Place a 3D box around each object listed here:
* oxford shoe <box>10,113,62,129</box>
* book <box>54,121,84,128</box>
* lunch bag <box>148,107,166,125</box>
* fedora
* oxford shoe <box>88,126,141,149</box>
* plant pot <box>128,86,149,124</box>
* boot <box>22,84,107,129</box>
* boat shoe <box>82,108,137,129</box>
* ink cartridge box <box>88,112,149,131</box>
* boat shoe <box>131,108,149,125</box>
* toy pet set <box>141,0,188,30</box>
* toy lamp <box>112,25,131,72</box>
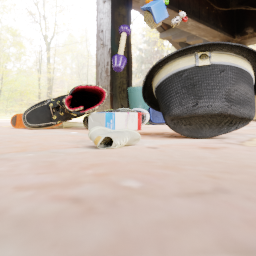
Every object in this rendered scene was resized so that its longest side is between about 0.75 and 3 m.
[{"bbox_3d":[-3.507,-0.336,11.129,2.137,0.762,0.779,0,-2,10],"label":"oxford shoe"},{"bbox_3d":[-2.581,-0.142,12.010,0.804,0.289,1.203,-1,1,37],"label":"book"},{"bbox_3d":[1.908,-0.773,15.562,1.635,1.111,1.082,0,-7,-7],"label":"lunch bag"},{"bbox_3d":[1.625,-0.530,5.836,2.660,1.215,2.660,-1,-31,0],"label":"fedora"},{"bbox_3d":[-0.166,0.189,4.280,0.974,0.366,0.281,8,37,-44],"label":"oxford shoe"},{"bbox_3d":[1.379,-1.359,17.352,2.782,2.233,2.782,-1,2,0],"label":"plant pot"},{"bbox_3d":[-2.178,-0.726,9.680,2.904,1.063,2.187,-13,1,-20],"label":"boot"},{"bbox_3d":[-0.591,-0.307,10.370,2.128,0.759,0.641,-9,2,-13],"label":"boat shoe"},{"bbox_3d":[-0.287,-0.221,9.450,1.835,0.617,1.066,-2,3,-37],"label":"ink cartridge box"},{"bbox_3d":[-0.292,-0.357,11.430,2.285,0.799,0.757,0,10,24],"label":"boat shoe"},{"bbox_3d":[0.985,-3.587,8.192,1.290,1.382,0.734,-37,-15,-21],"label":"toy pet set"},{"bbox_3d":[-0.271,-3.350,11.862,0.655,2.251,0.655,8,-29,4],"label":"toy lamp"}]
